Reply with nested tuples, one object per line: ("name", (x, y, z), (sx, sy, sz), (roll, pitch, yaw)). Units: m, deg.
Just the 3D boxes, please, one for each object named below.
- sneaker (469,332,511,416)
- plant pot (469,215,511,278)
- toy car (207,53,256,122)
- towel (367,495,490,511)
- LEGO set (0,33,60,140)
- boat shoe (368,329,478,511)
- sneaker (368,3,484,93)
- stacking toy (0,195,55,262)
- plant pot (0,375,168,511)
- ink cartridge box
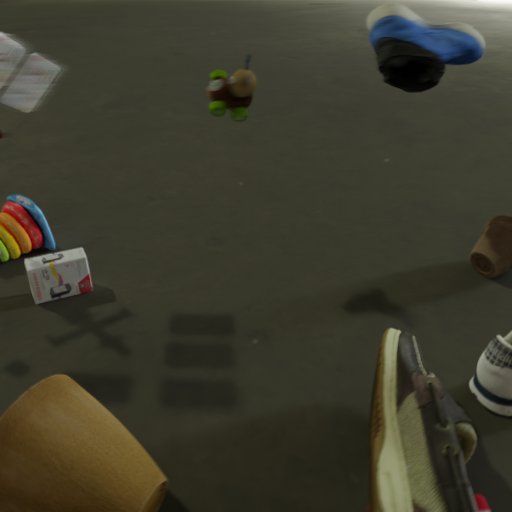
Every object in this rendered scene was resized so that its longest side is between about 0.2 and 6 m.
("sneaker", (3.607, 1.154, 6.537), (2.283, 0.919, 0.872), (-11, 31, -21))
("plant pot", (3.784, -0.077, 8.785), (0.778, 0.892, 0.892), (-34, 42, -19))
("toy car", (-0.265, -2.333, 7.577), (0.625, 0.793, 0.651), (9, 65, -22))
("towel", (1.638, 2.704, 4.643), (1.137, 0.177, 1.572), (-2, 31, -3))
("LEGO set", (-3.793, -1.748, 6.882), (0.604, 2.461, 1.838), (42, 11, 16))
("boat shoe", (1.558, 1.762, 5.284), (0.958, 1.082, 2.957), (4, 30, 11))
("sneaker", (2.666, -2.953, 8.513), (2.136, 1.188, 0.820), (6, -19, -30))
("stacking toy", (-4.208, -0.178, 9.018), (0.961, 0.908, 1.655), (24, 50, 30))
("plant pot", (-1.537, 1.952, 5.032), (1.375, 1.281, 1.281), (24, 37, 15))
("ink cartridge box", (-2.904, 0.293, 8.258), (0.840, 0.620, 0.360), (-15, 33, -22))
